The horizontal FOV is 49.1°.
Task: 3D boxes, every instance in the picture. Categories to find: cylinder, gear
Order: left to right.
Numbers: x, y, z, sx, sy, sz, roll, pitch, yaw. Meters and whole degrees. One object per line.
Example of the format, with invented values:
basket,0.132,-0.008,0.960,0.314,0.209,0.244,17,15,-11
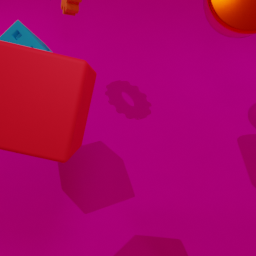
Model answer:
gear,-1.262,-3.342,6.268,0.278,1.502,1.502,0,48,-22
cylinder,1.934,-2.191,4.576,1.321,1.321,1.321,12,17,10

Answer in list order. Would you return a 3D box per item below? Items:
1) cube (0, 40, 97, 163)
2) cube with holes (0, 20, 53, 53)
cube,-0.978,-0.293,3.109,1.007,1.007,1.007,13,95,-2
cube with holes,-1.773,-0.945,5.069,1.125,1.125,1.125,-43,84,2
